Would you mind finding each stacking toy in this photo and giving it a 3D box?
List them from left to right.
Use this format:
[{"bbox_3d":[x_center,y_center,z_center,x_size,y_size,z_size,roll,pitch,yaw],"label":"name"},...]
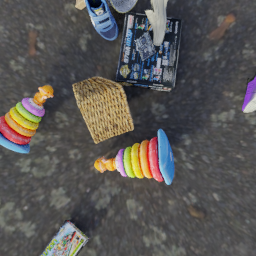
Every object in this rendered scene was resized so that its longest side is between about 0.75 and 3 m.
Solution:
[{"bbox_3d":[-2.797,-0.422,7.872,1.170,1.106,2.016,34,102,-34],"label":"stacking toy"},{"bbox_3d":[0.118,0.980,8.140,2.314,1.270,1.343,-9,54,14],"label":"stacking toy"}]

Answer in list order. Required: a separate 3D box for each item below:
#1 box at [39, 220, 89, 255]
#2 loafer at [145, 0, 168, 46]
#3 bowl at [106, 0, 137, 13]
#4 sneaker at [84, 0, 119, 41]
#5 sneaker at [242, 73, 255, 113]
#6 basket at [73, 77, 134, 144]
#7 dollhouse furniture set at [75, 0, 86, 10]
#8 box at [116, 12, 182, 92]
[{"bbox_3d":[-1.962,3.608,8.111,0.886,0.279,1.609,34,83,19],"label":"box"},{"bbox_3d":[0.798,-3.322,8.123,0.628,0.629,1.800,-1,111,-4],"label":"loafer"},{"bbox_3d":[-0.345,-4.597,8.738,0.825,1.759,1.759,26,83,26],"label":"bowl"},{"bbox_3d":[-0.836,-3.417,8.446,0.694,1.877,0.772,-27,40,6],"label":"sneaker"},{"bbox_3d":[3.786,-1.127,8.411,0.493,1.418,0.705,-3,46,-17],"label":"sneaker"},{"bbox_3d":[-0.687,-0.637,7.993,1.273,1.709,1.219,-21,43,-3],"label":"basket"},{"bbox_3d":[-1.986,-4.548,8.315,2.107,1.092,0.933,9,81,-38],"label":"dollhouse furniture set"},{"bbox_3d":[0.666,-2.403,8.863,1.819,0.526,2.288,7,83,1],"label":"box"}]
